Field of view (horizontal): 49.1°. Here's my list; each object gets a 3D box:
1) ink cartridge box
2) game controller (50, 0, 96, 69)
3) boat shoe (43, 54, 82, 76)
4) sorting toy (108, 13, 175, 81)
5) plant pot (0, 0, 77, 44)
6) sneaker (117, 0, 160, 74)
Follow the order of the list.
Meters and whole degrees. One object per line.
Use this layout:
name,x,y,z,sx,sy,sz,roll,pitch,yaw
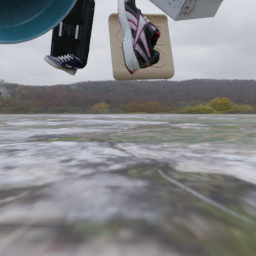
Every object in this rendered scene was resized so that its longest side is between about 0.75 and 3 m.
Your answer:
ink cartridge box,1.005,-2.692,5.387,1.442,0.605,1.266,-26,63,-42
game controller,-2.034,-3.554,10.275,1.442,2.764,0.582,4,19,-21
boat shoe,-2.276,-2.405,9.915,0.533,0.663,1.429,50,18,29
sorting toy,0.476,-2.988,10.376,2.307,2.493,0.455,-3,-7,-11
plant pot,-2.114,-2.766,3.874,2.214,2.356,2.356,40,23,24
sneaker,0.317,-2.344,6.853,0.917,2.125,0.854,-9,-13,8
